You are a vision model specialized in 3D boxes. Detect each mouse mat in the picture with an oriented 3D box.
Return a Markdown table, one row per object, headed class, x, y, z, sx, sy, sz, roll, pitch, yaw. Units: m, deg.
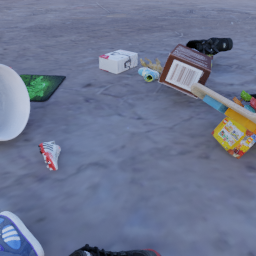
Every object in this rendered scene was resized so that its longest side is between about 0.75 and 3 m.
| class | x | y | z | sx | sy | sz | roll | pitch | yaw |
| --- | --- | --- | --- | --- | --- | --- | --- | --- | --- |
| mouse mat | -3.836 | -1.664 | 11.211 | 2.137 | 0.100 | 2.656 | 3 | 32 | 4 |

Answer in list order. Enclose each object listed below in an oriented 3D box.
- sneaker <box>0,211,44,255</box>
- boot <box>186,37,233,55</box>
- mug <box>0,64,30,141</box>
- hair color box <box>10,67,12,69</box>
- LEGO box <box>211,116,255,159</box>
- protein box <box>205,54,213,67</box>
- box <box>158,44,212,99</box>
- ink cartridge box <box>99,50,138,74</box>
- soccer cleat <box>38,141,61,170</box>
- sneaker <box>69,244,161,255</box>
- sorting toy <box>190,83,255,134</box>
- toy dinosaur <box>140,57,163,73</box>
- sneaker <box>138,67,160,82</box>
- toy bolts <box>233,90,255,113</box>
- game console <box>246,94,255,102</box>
| class | x | y | z | sx | sy | sz | roll | pitch | yaw |
| --- | --- | --- | --- | --- | --- | --- | --- | --- | --- |
| sneaker | -2.121 | 1.996 | 4.607 | 1.290 | 0.520 | 0.944 | 28 | 36 | 31 |
| boot | 3.546 | -3.800 | 13.209 | 1.876 | 0.847 | 2.289 | -10 | 14 | -15 |
| mug | -4.328 | -0.372 | 7.331 | 2.346 | 1.976 | 2.676 | -2 | 42 | 21 |
| hair color box | -5.186 | -1.271 | 9.158 | 2.949 | 1.497 | 0.903 | 6 | 31 | 11 |
| LEGO box | 2.775 | 0.195 | 7.354 | 0.390 | 0.753 | 1.012 | 29 | 19 | -28 |
| protein box | 3.371 | -3.193 | 13.261 | 0.885 | 0.597 | 0.878 | -18 | 35 | -27 |
| box | 2.166 | -2.204 | 10.300 | 1.496 | 1.119 | 2.987 | 25 | 28 | 6 |
| ink cartridge box | -0.426 | -3.132 | 13.108 | 1.126 | 0.646 | 1.550 | 22 | 37 | 32 |
| soccer cleat | -1.890 | 0.651 | 7.023 | 0.492 | 0.397 | 1.156 | -20 | 31 | -23 |
| sneaker | -0.337 | 2.105 | 4.026 | 1.954 | 0.955 | 0.691 | -10 | 30 | -19 |
| sorting toy | 3.057 | -0.181 | 7.181 | 2.446 | 0.482 | 2.642 | 26 | 10 | -30 |
| toy dinosaur | 1.303 | -2.707 | 12.612 | 2.097 | 0.610 | 1.060 | 8 | 31 | -25 |
| sneaker | 0.755 | -2.281 | 11.927 | 1.027 | 0.409 | 0.671 | 18 | 34 | 30 |
| toy bolts | 3.918 | -0.614 | 9.155 | 0.986 | 0.716 | 1.032 | 40 | 18 | -12 |
| game console | 4.584 | -0.944 | 9.949 | 0.617 | 0.126 | 1.046 | -6 | 32 | -10 |
